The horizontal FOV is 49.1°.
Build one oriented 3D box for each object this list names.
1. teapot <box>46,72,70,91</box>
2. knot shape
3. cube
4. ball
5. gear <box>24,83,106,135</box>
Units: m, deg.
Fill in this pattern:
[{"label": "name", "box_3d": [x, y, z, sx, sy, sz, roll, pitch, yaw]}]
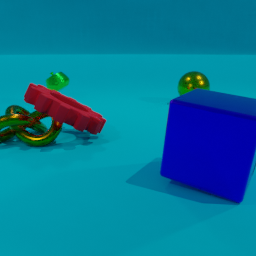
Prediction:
[{"label": "teapot", "box_3d": [-2.640, -1.724, 10.311, 0.896, 0.706, 1.442, -33, 10, -17]}, {"label": "knot shape", "box_3d": [-2.232, -0.072, 6.436, 1.544, 0.762, 1.650, 4, 17, 13]}, {"label": "cube", "box_3d": [1.393, 0.170, 4.448, 1.265, 1.265, 1.265, 16, 22, 27]}, {"label": "ball", "box_3d": [2.445, -1.516, 10.446, 1.191, 1.191, 1.191, 0, 16, 0]}, {"label": "gear", "box_3d": [-1.427, -0.447, 6.486, 1.876, 0.347, 1.876, 27, 7, -3]}]
